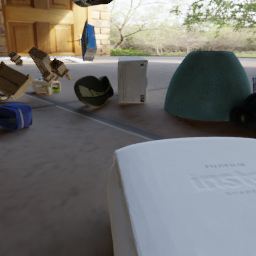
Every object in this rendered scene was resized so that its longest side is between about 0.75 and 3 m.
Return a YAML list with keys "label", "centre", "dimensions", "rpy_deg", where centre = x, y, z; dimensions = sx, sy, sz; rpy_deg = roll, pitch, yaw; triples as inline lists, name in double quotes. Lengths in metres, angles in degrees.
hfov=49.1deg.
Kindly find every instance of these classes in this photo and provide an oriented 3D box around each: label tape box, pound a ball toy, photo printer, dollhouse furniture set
- label: "label tape box"
  centre: [-0.862, -1.954, 6.290]
  dimensions: [0.278, 0.602, 0.840]
  rpy_deg: [-3, -13, -20]
- label: "pound a ball toy"
  centre: [-3.643, -1.859, 12.271]
  dimensions: [1.418, 0.603, 0.925]
  rpy_deg: [11, 20, 31]
- label: "photo printer"
  centre: [0.992, 0.867, 2.785]
  dimensions: [2.337, 0.975, 2.808]
  rpy_deg: [-2, 18, -6]
- label: "dollhouse furniture set"
  centre: [-4.054, -1.615, 11.220]
  dimensions: [2.461, 1.409, 2.886]
  rpy_deg: [28, 71, 22]

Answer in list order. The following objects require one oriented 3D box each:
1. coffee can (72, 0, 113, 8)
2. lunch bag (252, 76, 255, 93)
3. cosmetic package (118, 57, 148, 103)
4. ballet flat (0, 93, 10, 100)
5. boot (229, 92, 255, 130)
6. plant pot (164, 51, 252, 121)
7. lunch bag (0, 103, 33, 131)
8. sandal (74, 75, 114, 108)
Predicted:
- label: "coffee can"
  centre: [-1.067, -4.157, 8.361]
  dimensions: [0.968, 0.968, 1.323]
  rpy_deg: [-12, 22, -33]
- label: "lunch bag"
  centre: [6.141, -1.789, 11.623]
  dimensions: [1.418, 0.878, 1.205]
  rpy_deg: [-11, 18, -10]
- label: "cosmetic package"
  centre: [0.145, -1.996, 11.134]
  dimensions: [1.131, 1.572, 2.787]
  rpy_deg: [0, 15, 0]
- label: "ballet flat"
  centre: [-4.938, -1.182, 10.738]
  dimensions: [0.790, 0.273, 0.281]
  rpy_deg: [-10, 39, -31]
- label: "boot"
  centre: [3.788, -0.388, 7.328]
  dimensions: [1.935, 0.716, 1.585]
  rpy_deg: [-24, 26, -38]
- label: "plant pot"
  centre: [2.566, -1.480, 8.923]
  dimensions: [2.774, 1.868, 2.774]
  rpy_deg: [0, 18, 0]
- label: "lunch bag"
  centre: [-2.988, -0.304, 7.240]
  dimensions: [0.876, 0.595, 0.579]
  rpy_deg: [9, 19, 26]
- label: "sandal"
  centre: [-1.235, -1.265, 9.978]
  dimensions: [0.784, 1.091, 2.747]
  rpy_deg: [-14, 7, 17]
